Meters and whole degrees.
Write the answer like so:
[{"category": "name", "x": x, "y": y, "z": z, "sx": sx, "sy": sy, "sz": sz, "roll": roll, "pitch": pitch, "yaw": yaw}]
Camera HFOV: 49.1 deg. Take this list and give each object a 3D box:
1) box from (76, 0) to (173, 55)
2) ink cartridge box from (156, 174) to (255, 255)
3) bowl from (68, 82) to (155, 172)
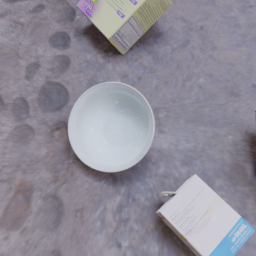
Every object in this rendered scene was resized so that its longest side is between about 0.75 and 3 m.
[{"category": "box", "x": -0.141, "y": -4.383, "z": 9.936, "sx": 2.530, "sy": 1.223, "sz": 2.225, "roll": -44, "pitch": 64, "yaw": 9}, {"category": "ink cartridge box", "x": 1.567, "y": 2.020, "z": 6.391, "sx": 1.187, "sy": 1.218, "sz": 1.895, "roll": -43, "pitch": 76, "yaw": -12}, {"category": "bowl", "x": -0.353, "y": 0.014, "z": 7.688, "sx": 2.369, "sy": 1.065, "sz": 2.369, "roll": -2, "pitch": 83, "yaw": 15}]
